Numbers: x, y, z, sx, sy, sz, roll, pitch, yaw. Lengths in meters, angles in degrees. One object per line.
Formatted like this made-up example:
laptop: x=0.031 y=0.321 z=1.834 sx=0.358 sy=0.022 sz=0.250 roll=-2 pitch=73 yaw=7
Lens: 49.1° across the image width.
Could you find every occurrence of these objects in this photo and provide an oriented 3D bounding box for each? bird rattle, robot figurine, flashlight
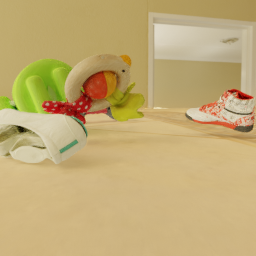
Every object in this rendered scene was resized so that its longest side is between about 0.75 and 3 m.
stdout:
bird rattle: x=-0.614 y=-0.679 z=5.007 sx=1.834 sy=1.495 sz=1.033 roll=-7 pitch=50 yaw=-19
robot figurine: x=-2.057 y=-0.870 z=7.106 sx=2.408 sy=1.588 sz=2.745 roll=-26 pitch=16 yaw=-20
flashlight: x=-1.186 y=-0.658 z=10.981 sx=2.859 sy=0.971 sz=0.968 roll=-12 pitch=32 yaw=-45

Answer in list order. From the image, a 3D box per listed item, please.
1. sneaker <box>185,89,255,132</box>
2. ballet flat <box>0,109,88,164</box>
sneaker: x=1.935 y=-0.464 z=5.946 sx=1.491 sy=0.799 sz=0.498 roll=16 pitch=32 yaw=36
ballet flat: x=-1.366 y=0.125 z=3.622 sx=1.920 sy=0.667 sz=0.667 roll=3 pitch=6 yaw=37
